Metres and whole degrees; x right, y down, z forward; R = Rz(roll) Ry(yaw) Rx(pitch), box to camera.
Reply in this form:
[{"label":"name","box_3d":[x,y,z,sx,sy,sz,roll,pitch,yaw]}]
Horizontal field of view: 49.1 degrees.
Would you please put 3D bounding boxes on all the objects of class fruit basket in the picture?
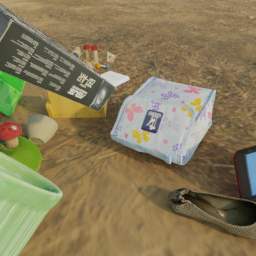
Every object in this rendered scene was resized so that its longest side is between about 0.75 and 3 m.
[{"label":"fruit basket","box_3d":[-4.693,-1.196,9.842,2.103,1.517,2.103,-34,34,27]}]

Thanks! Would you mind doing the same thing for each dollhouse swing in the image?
[{"label":"dollhouse swing","box_3d":[-1.700,-1.260,9.323,1.876,1.649,1.704,-1,33,0]}]

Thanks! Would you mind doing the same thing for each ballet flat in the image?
[{"label":"ballet flat","box_3d":[1.927,1.631,5.659,2.318,0.537,0.781,10,43,23]}]

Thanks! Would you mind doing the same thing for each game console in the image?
[{"label":"game console","box_3d":[3.444,1.210,5.918,1.982,1.176,1.708,-12,35,-18]}]

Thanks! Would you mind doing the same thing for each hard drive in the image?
[{"label":"hard drive","box_3d":[-0.931,-1.909,11.629,1.137,0.219,1.724,23,40,32]}]

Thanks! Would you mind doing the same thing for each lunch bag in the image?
[{"label":"lunch bag","box_3d":[1.032,-0.226,7.813,2.135,1.600,2.518,19,46,28]}]

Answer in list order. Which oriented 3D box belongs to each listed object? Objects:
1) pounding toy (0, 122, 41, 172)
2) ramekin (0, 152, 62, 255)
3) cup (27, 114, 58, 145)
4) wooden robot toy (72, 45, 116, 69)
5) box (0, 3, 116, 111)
[{"label":"pounding toy","box_3d":[-3.548,0.393,7.109,2.693,1.249,2.078,24,39,31]},{"label":"ramekin","box_3d":[-2.710,1.041,4.679,2.884,2.884,1.408,22,76,30]},{"label":"cup","box_3d":[-2.536,0.100,8.063,0.887,0.887,0.635,5,58,8]},{"label":"wooden robot toy","box_3d":[-1.918,-3.006,12.668,2.585,1.139,1.173,7,44,11]},{"label":"box","box_3d":[-1.802,-1.488,5.033,2.394,0.650,2.988,39,7,22]}]
